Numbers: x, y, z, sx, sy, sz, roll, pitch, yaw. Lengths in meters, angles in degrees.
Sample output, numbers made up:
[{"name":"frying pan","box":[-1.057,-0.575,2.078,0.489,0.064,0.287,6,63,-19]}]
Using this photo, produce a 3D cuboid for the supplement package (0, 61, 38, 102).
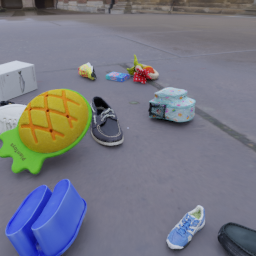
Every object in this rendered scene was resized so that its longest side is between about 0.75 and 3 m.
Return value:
[{"name":"supplement package","box":[-5.213,-2.076,12.270,1.212,1.208,2.067,16,32,27]}]

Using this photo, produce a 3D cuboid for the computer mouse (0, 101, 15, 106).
[{"name":"computer mouse","box":[-5.500,-1.073,11.293,1.964,0.334,0.576,4,27,6]}]

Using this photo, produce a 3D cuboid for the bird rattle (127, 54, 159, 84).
[{"name":"bird rattle","box":[0.867,-2.927,14.252,1.603,1.108,1.967,4,26,-29]}]

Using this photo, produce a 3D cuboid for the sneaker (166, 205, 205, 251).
[{"name":"sneaker","box":[1.124,1.904,5.427,0.429,0.436,1.132,23,36,34]}]

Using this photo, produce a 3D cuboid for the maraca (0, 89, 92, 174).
[{"name":"maraca","box":[-2.168,0.025,7.445,1.826,1.424,2.663,40,74,20]}]

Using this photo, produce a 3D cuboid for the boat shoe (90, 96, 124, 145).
[{"name":"boat shoe","box":[-0.813,-0.297,9.250,0.949,0.819,2.612,-8,29,-16]}]

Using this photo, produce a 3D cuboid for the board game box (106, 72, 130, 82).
[{"name":"board game box","box":[-0.534,-2.642,14.430,1.004,0.226,0.764,13,30,24]}]

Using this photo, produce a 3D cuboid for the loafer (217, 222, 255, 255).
[{"name":"loafer","box":[2.621,2.133,4.571,2.298,0.807,0.780,22,34,35]}]

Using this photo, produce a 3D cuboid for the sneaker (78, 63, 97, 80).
[{"name":"sneaker","box":[-2.152,-2.866,14.530,0.796,0.689,1.763,-19,28,-12]}]

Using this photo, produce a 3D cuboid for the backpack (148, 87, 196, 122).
[{"name":"backpack","box":[1.635,-0.807,9.941,1.491,1.143,1.310,22,29,29]}]

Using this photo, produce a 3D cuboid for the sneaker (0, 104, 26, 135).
[{"name":"sneaker","box":[-3.134,-0.143,8.744,2.756,1.004,1.167,-7,26,-16]}]

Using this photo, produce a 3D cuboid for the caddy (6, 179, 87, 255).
[{"name":"caddy","box":[-1.452,1.757,5.280,1.176,0.873,1.664,-16,23,17]}]
